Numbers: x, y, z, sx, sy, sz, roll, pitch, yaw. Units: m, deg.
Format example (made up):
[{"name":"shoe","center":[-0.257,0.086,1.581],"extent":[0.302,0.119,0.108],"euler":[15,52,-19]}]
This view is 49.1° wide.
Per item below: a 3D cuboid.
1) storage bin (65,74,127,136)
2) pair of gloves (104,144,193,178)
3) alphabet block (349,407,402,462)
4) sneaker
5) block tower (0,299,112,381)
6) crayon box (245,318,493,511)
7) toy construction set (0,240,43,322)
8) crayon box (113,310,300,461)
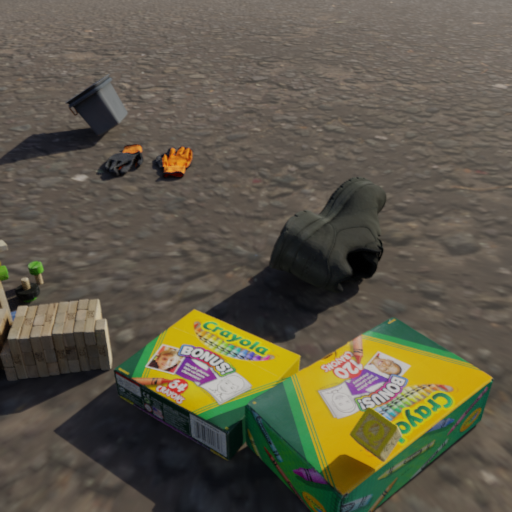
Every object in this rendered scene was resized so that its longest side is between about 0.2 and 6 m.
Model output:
[{"name":"storage bin","center":[-3.851,-3.605,13.679],"extent":[1.153,1.064,1.584],"euler":[-28,22,11]},{"name":"pair of gloves","center":[-2.301,-2.109,12.219],"extent":[1.847,0.228,1.645],"euler":[1,32,3]},{"name":"alphabet block","center":[1.025,1.527,4.784],"extent":[0.311,0.316,0.309],"euler":[29,75,31]},{"name":"sneaker","center":[1.421,-0.262,8.633],"extent":[1.330,1.113,2.930],"euler":[33,42,19]},{"name":"block tower","center":[-2.974,1.048,6.689],"extent":[2.406,0.650,0.695],"euler":[-4,33,-8]},{"name":"crayon box","center":[1.168,1.609,5.758],"extent":[2.257,0.658,1.341],"euler":[-23,38,-32]},{"name":"toy construction set","center":[-3.869,0.247,7.348],"extent":[1.728,1.328,1.441],"euler":[-6,32,-9]},{"name":"crayon box","center":[-0.533,1.360,6.352],"extent":[1.598,0.466,1.379],"euler":[20,37,29]}]
